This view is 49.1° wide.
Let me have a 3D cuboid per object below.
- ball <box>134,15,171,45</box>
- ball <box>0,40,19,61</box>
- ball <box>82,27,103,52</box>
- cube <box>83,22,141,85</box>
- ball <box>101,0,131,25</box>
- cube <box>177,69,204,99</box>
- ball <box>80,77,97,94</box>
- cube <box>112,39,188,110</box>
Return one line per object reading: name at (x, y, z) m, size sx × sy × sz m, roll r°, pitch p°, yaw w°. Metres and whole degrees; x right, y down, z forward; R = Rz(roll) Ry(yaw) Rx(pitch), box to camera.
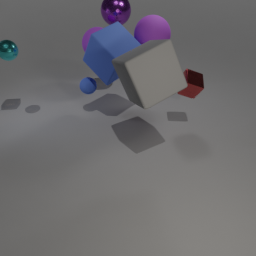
ball at (0.928, -3.569, 10.695) m, size 1.400 × 1.400 × 1.400 m, roll 0°, pitch 33°, yaw 0°
ball at (-4.102, -2.644, 9.537) m, size 0.700 × 0.700 × 0.700 m, roll 0°, pitch 33°, yaw 0°
ball at (-1.349, -3.780, 12.527) m, size 1.400 × 1.400 × 1.400 m, roll 0°, pitch 33°, yaw 0°
cube at (-0.570, -2.714, 10.259) m, size 1.400 × 1.400 × 1.400 m, roll 47°, pitch 57°, yaw 6°
ball at (-0.557, -5.419, 12.891) m, size 1.400 × 1.400 × 1.400 m, roll 0°, pitch 33°, yaw 0°
cube at (2.269, -1.603, 10.210) m, size 0.700 × 0.700 × 0.700 m, roll 15°, pitch 57°, yaw -16°
ball at (-1.627, -1.726, 11.458) m, size 0.700 × 0.700 × 0.700 m, roll 0°, pitch 33°, yaw 0°
cube at (0.578, -1.560, 7.960) m, size 1.400 × 1.400 × 1.400 m, roll -29°, pitch 22°, yaw -8°
